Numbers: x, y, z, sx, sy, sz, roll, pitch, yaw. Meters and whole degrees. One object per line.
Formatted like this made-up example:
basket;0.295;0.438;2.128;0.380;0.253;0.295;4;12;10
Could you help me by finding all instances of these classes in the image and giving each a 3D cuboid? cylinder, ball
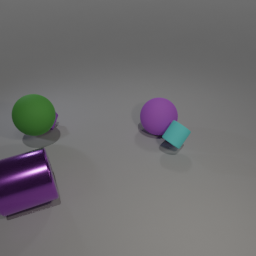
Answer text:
cylinder;1.607;0.217;9.300;0.700;0.700;0.700;34;3;-2
cylinder;-2.649;1.359;7.204;1.400;1.400;1.400;-16;33;-15
ball;-3.153;-0.437;9.407;1.400;1.400;1.400;0;30;0
ball;1.148;-0.431;10.428;1.400;1.400;1.400;0;30;0

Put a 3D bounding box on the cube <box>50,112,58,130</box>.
cube;-3.237;-0.405;10.800;0.700;0.700;0.700;2;60;19
